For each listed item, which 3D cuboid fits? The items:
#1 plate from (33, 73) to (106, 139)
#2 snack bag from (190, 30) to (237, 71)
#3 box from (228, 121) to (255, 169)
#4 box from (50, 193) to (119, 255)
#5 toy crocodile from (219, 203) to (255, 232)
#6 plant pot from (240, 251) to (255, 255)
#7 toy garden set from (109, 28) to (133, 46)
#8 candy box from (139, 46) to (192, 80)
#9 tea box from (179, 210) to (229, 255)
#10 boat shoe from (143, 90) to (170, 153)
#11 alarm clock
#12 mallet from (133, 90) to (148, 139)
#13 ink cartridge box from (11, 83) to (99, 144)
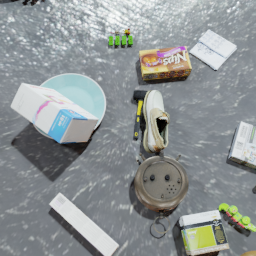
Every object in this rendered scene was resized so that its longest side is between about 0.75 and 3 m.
[{"bbox_3d":[-2.262,-0.794,10.659,2.872,0.367,2.872,0,67,-1],"label":"plate"},{"bbox_3d":[3.582,-3.333,11.872,1.496,0.170,1.586,40,72,15],"label":"snack bag"},{"bbox_3d":[4.713,0.752,9.965,1.884,0.388,1.468,20,68,9],"label":"box"},{"bbox_3d":[-1.407,3.071,8.888,2.538,0.491,0.526,36,71,14],"label":"box"},{"bbox_3d":[3.522,2.885,9.014,1.270,0.429,0.392,40,77,18],"label":"toy crocodile"},{"bbox_3d":[4.005,4.323,7.474,1.966,2.110,1.966,0,65,0],"label":"plant pot"},{"bbox_3d":[-0.312,-3.902,12.117,1.019,0.203,0.850,-2,68,0],"label":"toy garden set"},{"bbox_3d":[1.487,-2.621,11.354,1.952,0.551,1.139,-7,67,-1],"label":"candy box"},{"bbox_3d":[2.304,3.241,8.658,1.161,0.776,1.142,-8,67,-4],"label":"tea box"},{"bbox_3d":[1.098,-0.297,10.027,0.888,0.813,2.376,14,69,-39],"label":"boat shoe"},{"bbox_3d":[1.094,2.064,9.181,1.767,0.872,2.620,1,69,0],"label":"alarm clock"},{"bbox_3d":[0.323,-0.557,10.584,0.650,0.406,1.972,12,72,10],"label":"mallet"},{"bbox_3d":[-2.434,-0.496,9.429,2.319,1.676,0.981,31,101,19],"label":"ink cartridge box"}]
